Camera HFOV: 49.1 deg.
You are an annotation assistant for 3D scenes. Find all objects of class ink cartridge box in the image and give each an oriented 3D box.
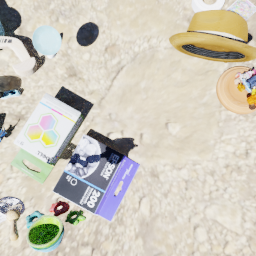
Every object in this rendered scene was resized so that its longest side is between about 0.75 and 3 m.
[{"bbox_3d":[-1.045,1.689,9.524,2.246,0.487,2.225,26,79,4],"label":"ink cartridge box"},{"bbox_3d":[-2.857,0.365,9.610,1.437,0.821,2.767,30,80,6],"label":"ink cartridge box"}]

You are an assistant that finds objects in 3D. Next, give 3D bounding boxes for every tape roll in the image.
[{"bbox_3d":[3.109,-4.924,10.882,1.209,0.423,1.209,0,78,-1],"label":"tape roll"}]

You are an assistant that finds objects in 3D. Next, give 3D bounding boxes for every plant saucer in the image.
[{"bbox_3d":[4.161,-1.402,10.242,1.812,0.292,1.812,0,79,0],"label":"plant saucer"},{"bbox_3d":[-2.465,-2.679,8.575,0.881,0.170,0.881,-1,110,-2],"label":"plant saucer"}]

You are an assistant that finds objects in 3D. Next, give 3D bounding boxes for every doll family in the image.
[{"bbox_3d":[4.353,-1.371,9.730,1.009,0.733,1.626,-25,79,-7],"label":"doll family"}]

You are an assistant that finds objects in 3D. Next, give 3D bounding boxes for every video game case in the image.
[{"bbox_3d":[4.385,-4.555,10.969,1.172,0.106,0.839,-43,82,-8],"label":"video game case"}]

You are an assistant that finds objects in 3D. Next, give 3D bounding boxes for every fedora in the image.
[{"bbox_3d":[2.257,-2.342,7.113,2.348,2.348,0.958,11,94,2],"label":"fedora"}]

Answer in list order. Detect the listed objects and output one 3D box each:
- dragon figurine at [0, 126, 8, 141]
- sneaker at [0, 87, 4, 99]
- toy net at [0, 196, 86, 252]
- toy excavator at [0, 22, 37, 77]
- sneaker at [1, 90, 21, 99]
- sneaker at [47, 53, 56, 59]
[{"bbox_3d":[-4.457,0.295,9.705,0.285,0.969,0.482,41,51,-12],"label":"dragon figurine"},{"bbox_3d":[-5.631,-0.542,9.767,2.916,1.091,1.549,-11,83,8],"label":"sneaker"},{"bbox_3d":[-2.379,2.026,6.701,2.656,0.513,1.393,10,40,29],"label":"toy net"},{"bbox_3d":[-4.874,-3.287,10.171,2.907,1.452,2.827,-3,80,-10],"label":"toy excavator"},{"bbox_3d":[-4.342,-1.260,10.186,0.822,0.337,0.304,-12,78,-3],"label":"sneaker"},{"bbox_3d":[-2.839,-3.085,10.533,0.368,0.387,0.962,14,81,1],"label":"sneaker"}]
